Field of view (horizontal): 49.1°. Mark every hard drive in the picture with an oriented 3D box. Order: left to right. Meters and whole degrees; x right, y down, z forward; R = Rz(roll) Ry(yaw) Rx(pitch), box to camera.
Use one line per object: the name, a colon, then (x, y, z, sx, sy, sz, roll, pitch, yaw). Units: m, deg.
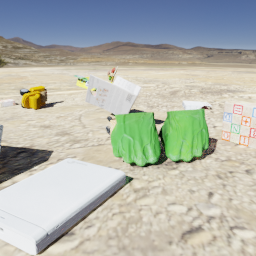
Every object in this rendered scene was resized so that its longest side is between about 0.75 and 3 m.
hard drive: (-1.504, 1.377, 5.820, 1.803, 0.365, 2.733, 9, 18, 28)

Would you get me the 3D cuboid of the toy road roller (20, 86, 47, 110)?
toy road roller: (-4.892, -1.534, 14.949, 1.187, 0.999, 1.626, 28, 35, 35)

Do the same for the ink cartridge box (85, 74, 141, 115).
ink cartridge box: (-0.630, -1.265, 10.659, 1.825, 0.463, 2.071, 25, -26, -3)

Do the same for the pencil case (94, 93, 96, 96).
pencil case: (-1.306, -1.897, 16.592, 0.734, 0.734, 1.679, 9, 17, 29)

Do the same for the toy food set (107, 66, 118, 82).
toy food set: (-0.623, -2.072, 10.667, 0.280, 0.504, 0.856, 24, -13, -3)

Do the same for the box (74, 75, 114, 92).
box: (-1.120, -1.732, 11.449, 1.226, 0.506, 2.090, 23, 11, 41)

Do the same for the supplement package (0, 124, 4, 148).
supplement package: (-4.605, 0.371, 6.479, 2.440, 1.353, 1.900, 4, -5, 15)

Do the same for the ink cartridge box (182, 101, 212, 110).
ink cartridge box: (3.645, -1.157, 14.828, 1.374, 0.325, 1.100, 4, 16, 1)

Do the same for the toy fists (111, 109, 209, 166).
toy fists: (0.919, 0.265, 7.840, 2.839, 1.447, 0.976, -4, 1, -14)

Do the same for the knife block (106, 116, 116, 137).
knife block: (-0.279, 0.138, 9.483, 2.005, 0.731, 2.284, 7, 18, 27)

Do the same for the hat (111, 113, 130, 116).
hat: (-0.305, -1.112, 13.509, 1.025, 0.903, 0.849, -10, 19, -31)

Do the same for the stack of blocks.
stack of blocks: (4.262, -0.044, 9.012, 0.677, 1.331, 2.312, -13, 21, -39)

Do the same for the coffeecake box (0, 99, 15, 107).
coffeecake box: (-6.803, -1.382, 15.539, 0.635, 0.302, 0.827, 14, 21, 40)
